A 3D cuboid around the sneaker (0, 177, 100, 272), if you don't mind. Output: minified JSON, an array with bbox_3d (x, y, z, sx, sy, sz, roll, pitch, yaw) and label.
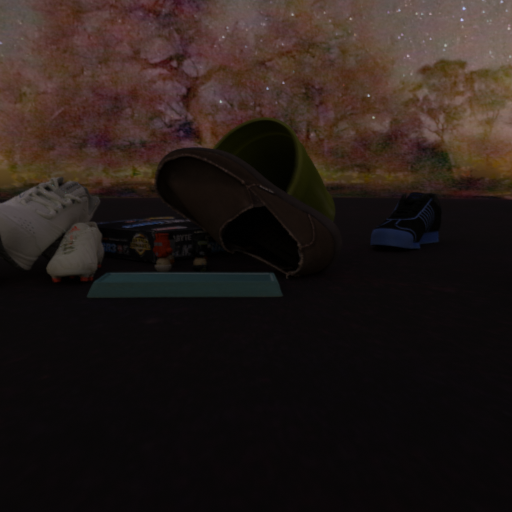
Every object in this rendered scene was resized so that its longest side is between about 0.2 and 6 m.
[{"bbox_3d":[-3.554,-0.690,9.118,1.268,1.482,3.402,41,3,-6],"label":"sneaker"}]

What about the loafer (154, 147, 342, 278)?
[{"bbox_3d":[-0.314,-0.766,9.070,3.507,1.281,1.245,26,25,18],"label":"loafer"}]

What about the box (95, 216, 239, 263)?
[{"bbox_3d":[-2.013,-0.406,11.858,2.759,0.691,2.780,5,10,39],"label":"box"}]

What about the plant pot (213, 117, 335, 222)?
[{"bbox_3d":[0.437,-1.164,11.279,2.363,2.363,2.276,6,-15,38],"label":"plant pot"}]

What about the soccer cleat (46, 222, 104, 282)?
[{"bbox_3d":[-2.830,-0.091,8.846,0.739,0.828,2.134,-1,8,-7],"label":"soccer cleat"}]

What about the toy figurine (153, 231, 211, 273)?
[{"bbox_3d":[-1.230,-0.061,9.426,0.967,0.673,0.952,-2,4,-4],"label":"toy figurine"}]

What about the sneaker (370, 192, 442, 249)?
[{"bbox_3d":[3.496,-0.851,12.954,1.106,1.228,3.153,5,9,31],"label":"sneaker"}]

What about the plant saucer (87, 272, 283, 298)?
[{"bbox_3d":[-0.926,0.384,7.624,2.534,0.240,0.886,1,8,-1],"label":"plant saucer"}]
